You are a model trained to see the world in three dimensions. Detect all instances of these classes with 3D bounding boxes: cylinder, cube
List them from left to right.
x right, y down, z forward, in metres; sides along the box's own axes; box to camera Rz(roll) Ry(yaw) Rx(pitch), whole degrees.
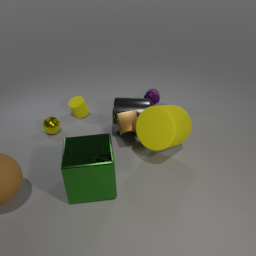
[{"bbox_3d":[-2.138,-0.907,12.206,0.700,0.700,0.700,-9,49,11],"label":"cylinder"},{"bbox_3d":[-1.111,1.158,8.192,1.400,1.400,1.400,-6,34,-5],"label":"cube"},{"bbox_3d":[0.004,-0.189,9.850,0.700,0.700,0.700,-13,-7,-5],"label":"cube"},{"bbox_3d":[0.159,-0.480,11.004,1.400,1.400,1.400,3,31,4],"label":"cylinder"},{"bbox_3d":[1.072,-1.358,12.444,0.700,0.700,0.700,4,18,7],"label":"cylinder"},{"bbox_3d":[1.195,-0.039,9.241,1.400,1.400,1.400,21,16,30],"label":"cylinder"}]

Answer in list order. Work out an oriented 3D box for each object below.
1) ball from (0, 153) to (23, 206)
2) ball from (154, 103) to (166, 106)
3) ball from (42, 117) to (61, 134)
[{"bbox_3d":[-3.503,1.346,7.335,1.400,1.400,1.400,0,31,0],"label":"ball"},{"bbox_3d":[1.296,-0.670,11.235,0.700,0.700,0.700,0,31,0],"label":"ball"},{"bbox_3d":[-3.024,-0.105,11.092,0.700,0.700,0.700,0,31,0],"label":"ball"}]
